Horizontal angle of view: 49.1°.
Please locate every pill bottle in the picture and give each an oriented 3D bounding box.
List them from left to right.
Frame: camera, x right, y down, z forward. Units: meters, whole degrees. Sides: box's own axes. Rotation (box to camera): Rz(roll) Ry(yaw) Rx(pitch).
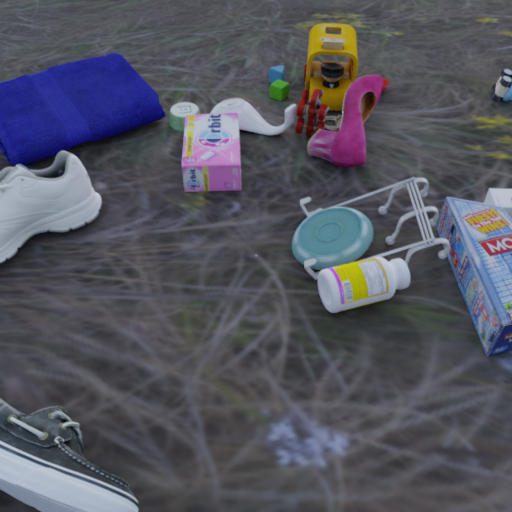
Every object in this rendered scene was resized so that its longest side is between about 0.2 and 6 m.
[{"bbox_3d":[1.879,0.462,9.732,1.481,0.772,0.772,-12,47,-13],"label":"pill bottle"}]

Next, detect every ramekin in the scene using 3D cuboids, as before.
[{"bbox_3d":[-1.759,-3.447,13.820,0.792,0.387,0.792,0,46,0],"label":"ramekin"}]

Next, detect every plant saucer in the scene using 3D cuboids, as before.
[{"bbox_3d":[1.411,-0.404,10.623,1.581,0.217,1.581,-13,45,13],"label":"plant saucer"}]

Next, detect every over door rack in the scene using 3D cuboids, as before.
[{"bbox_3d":[2.177,-0.461,10.700,2.555,0.851,1.888,-10,45,10],"label":"over door rack"}]

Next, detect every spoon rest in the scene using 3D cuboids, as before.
[{"bbox_3d":[-0.104,-3.373,13.668,2.335,0.708,1.160,14,41,31],"label":"spoon rest"}]

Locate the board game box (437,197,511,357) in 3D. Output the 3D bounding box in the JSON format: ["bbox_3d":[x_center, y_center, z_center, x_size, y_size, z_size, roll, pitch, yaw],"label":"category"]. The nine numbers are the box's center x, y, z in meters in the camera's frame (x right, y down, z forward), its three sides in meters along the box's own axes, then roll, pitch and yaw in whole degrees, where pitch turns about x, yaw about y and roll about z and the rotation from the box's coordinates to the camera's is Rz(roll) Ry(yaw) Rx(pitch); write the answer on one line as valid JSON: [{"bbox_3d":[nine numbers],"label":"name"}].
[{"bbox_3d":[4.744,0.034,10.036,2.993,0.923,2.992,-12,48,-12],"label":"board game box"}]

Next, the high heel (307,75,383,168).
[{"bbox_3d":[2.558,-3.180,13.005,1.471,1.033,3.067,21,54,33],"label":"high heel"}]

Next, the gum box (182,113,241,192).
[{"bbox_3d":[-0.980,-2.388,12.550,1.227,0.715,2.162,-2,46,-2],"label":"gum box"}]

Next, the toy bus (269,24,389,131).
[{"bbox_3d":[1.930,-4.869,14.435,2.742,1.501,2.905,-31,53,-27],"label":"toy bus"}]

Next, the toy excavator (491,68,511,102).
[{"bbox_3d":[6.927,-4.426,14.727,1.239,0.619,1.204,23,51,5],"label":"toy excavator"}]

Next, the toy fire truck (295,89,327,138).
[{"bbox_3d":[1.358,-3.433,13.284,0.656,1.170,0.982,12,51,8],"label":"toy fire truck"}]

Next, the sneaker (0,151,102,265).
[{"bbox_3d":[-4.670,-0.886,10.506,3.441,1.499,1.282,-33,46,-29],"label":"sneaker"}]

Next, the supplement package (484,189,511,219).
[{"bbox_3d":[5.151,-0.927,11.204,1.013,0.606,0.614,1,46,1],"label":"supplement package"}]

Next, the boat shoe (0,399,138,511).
[{"bbox_3d":[-2.908,2.511,7.392,3.394,1.223,1.203,16,52,18],"label":"boat shoe"}]

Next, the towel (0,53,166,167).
[{"bbox_3d":[-4.530,-3.550,13.646,3.887,0.963,2.870,-25,58,-23],"label":"towel"}]
